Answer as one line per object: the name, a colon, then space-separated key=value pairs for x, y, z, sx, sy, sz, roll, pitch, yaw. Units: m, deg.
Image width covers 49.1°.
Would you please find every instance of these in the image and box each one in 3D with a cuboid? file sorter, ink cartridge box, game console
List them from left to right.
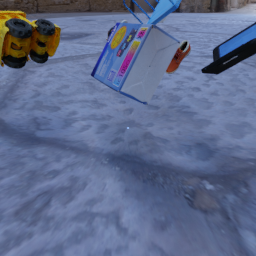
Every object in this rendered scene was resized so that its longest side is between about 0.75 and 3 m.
ink cartridge box: x=-0.014 y=-1.550 z=6.407 sx=0.831 sy=1.485 sz=2.177 roll=24 pitch=8 yaw=-29
file sorter: x=0.814 y=-3.821 z=7.666 sx=1.235 sy=1.092 sz=1.779 roll=-22 pitch=36 yaw=51
game console: x=2.071 y=-1.632 z=5.581 sx=1.043 sy=0.691 sz=1.186 roll=-9 pitch=-14 yaw=-45

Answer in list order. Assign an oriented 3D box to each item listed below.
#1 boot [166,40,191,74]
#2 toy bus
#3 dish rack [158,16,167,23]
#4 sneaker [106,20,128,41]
boot: x=1.370 y=-2.000 z=7.864 sx=0.387 sy=1.033 sz=0.554 roll=38 pitch=3 yaw=12
toy bus: x=-3.441 y=-2.996 z=8.742 sx=1.943 sy=1.374 sz=2.024 roll=44 pitch=42 yaw=18
dish rack: x=1.304 y=-4.173 z=10.084 sx=0.193 sy=0.888 sz=0.762 roll=39 pitch=38 yaw=14
sneaker: x=-0.466 y=-3.608 z=10.439 sx=0.443 sy=1.130 sz=0.449 roll=-12 pitch=56 yaw=-52
